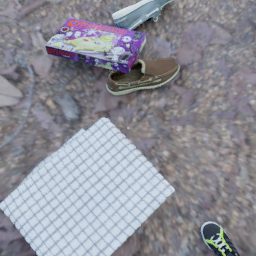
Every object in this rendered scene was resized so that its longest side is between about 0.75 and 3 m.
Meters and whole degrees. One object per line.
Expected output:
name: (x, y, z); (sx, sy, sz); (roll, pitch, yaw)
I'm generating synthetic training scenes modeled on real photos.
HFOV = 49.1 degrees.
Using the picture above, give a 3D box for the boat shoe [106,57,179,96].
boat shoe: (0.435, -1.443, 7.405); (2.089, 0.773, 0.771); (-23, 72, -8)

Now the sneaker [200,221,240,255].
sneaker: (2.145, 2.640, 6.010); (0.513, 0.593, 1.431); (-32, 73, -11)

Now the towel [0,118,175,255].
towel: (-0.828, 1.508, 6.119); (2.922, 1.251, 2.420); (-43, 74, -12)

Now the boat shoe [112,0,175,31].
boat shoe: (0.571, -3.448, 8.324); (2.187, 0.796, 0.676); (-30, 116, -17)

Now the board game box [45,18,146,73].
board game box: (-0.848, -2.298, 7.636); (2.383, 0.385, 1.430); (16, 50, 13)
